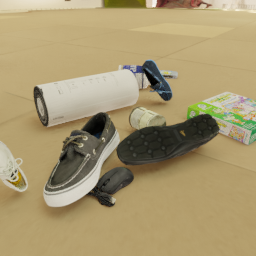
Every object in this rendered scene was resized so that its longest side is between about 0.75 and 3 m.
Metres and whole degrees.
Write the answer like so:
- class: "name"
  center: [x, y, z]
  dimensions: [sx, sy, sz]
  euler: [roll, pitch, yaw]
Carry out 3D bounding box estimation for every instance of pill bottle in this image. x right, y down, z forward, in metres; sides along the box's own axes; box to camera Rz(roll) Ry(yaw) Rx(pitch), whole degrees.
- class: "pill bottle"
  center: [0.362, -1.868, 10.240]
  dimensions: [1.407, 0.842, 0.842]
  euler: [1, 28, 1]

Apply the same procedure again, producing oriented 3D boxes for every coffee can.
- class: "coffee can"
  center: [0.486, -0.158, 7.136]
  dimensions: [0.601, 0.601, 0.822]
  euler: [-16, 26, -28]

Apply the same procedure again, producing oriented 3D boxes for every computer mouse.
- class: "computer mouse"
  center: [-0.274, 1.016, 5.362]
  dimensions: [0.722, 0.275, 1.043]
  euler: [19, 33, 33]

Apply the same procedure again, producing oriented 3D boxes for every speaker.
- class: "speaker"
  center: [-1.127, -0.930, 8.100]
  dimensions: [2.872, 1.166, 1.166]
  euler: [-18, 32, -29]

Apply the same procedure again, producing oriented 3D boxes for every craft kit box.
- class: "craft kit box"
  center: [3.030, -0.375, 7.860]
  dimensions: [1.961, 0.476, 1.937]
  euler: [-21, 32, -35]

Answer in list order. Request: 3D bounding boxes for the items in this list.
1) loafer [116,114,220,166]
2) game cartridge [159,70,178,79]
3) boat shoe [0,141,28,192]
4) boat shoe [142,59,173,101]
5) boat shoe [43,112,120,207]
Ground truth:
- class: "loafer"
  center: [0.873, 0.339, 6.093]
  dimensions: [2.394, 0.840, 0.813]
  euler: [-16, 65, -19]
- class: "game cartridge"
  center: [1.582, -2.238, 11.664]
  dimensions: [0.956, 0.194, 0.638]
  euler: [5, 25, 10]
- class: "boat shoe"
  center: [-2.006, 0.695, 4.694]
  dimensions: [0.530, 1.243, 0.459]
  euler: [23, 52, 29]
- class: "boat shoe"
  center: [0.830, -1.379, 8.684]
  dimensions: [0.623, 1.481, 0.508]
  euler: [-13, 32, 52]
- class: "boat shoe"
  center: [-0.886, 0.414, 5.604]
  dimensions: [0.950, 0.900, 2.718]
  euler: [-7, 22, 25]
